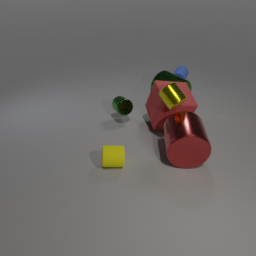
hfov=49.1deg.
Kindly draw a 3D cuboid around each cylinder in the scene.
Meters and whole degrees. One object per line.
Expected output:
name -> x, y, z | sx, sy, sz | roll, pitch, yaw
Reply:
cylinder -> 1.927, 0.376, 9.339 | 1.400, 1.400, 1.400 | 0, 36, 1
cylinder -> -0.238, -0.936, 11.697 | 0.700, 0.700, 0.700 | -11, 22, -19
cylinder -> 1.526, -1.075, 9.548 | 0.700, 0.700, 0.700 | -25, 76, -37
cylinder -> -0.489, 0.928, 9.164 | 0.700, 0.700, 0.700 | 1, 29, -7
cylinder -> 2.016, -1.825, 13.205 | 1.400, 1.400, 1.400 | -22, 42, -33
cylinder -> 2.784, -2.826, 14.923 | 0.700, 0.700, 0.700 | 13, 49, 21

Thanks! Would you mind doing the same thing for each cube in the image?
cube -> 1.672, -0.887, 11.141 | 1.400, 1.400, 1.400 | 1, 48, -18
